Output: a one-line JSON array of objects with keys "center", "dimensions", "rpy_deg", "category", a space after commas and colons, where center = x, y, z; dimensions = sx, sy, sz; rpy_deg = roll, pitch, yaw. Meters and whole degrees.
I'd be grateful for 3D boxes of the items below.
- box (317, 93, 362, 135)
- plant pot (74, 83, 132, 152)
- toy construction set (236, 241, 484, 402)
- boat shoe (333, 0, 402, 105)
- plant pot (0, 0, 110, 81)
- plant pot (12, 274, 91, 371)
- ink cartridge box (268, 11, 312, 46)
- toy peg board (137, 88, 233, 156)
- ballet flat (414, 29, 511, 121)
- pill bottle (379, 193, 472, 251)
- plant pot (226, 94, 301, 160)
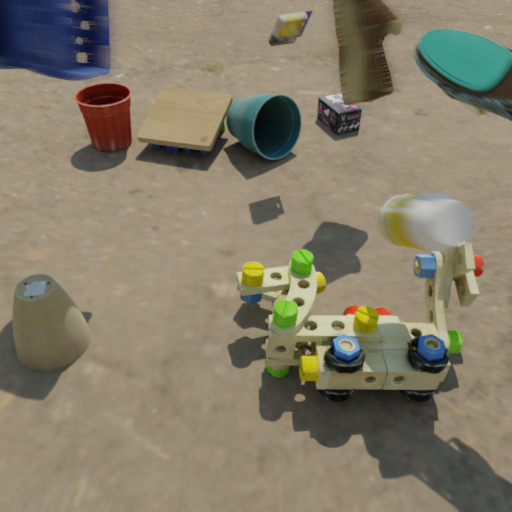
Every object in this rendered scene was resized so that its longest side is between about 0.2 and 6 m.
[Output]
[{"center": [2.027, -3.490, 13.693], "dimensions": [0.675, 0.586, 1.021], "rpy_deg": [-16, 43, -18], "category": "box"}, {"center": [-3.374, -3.112, 12.762], "dimensions": [1.256, 1.222, 1.256], "rpy_deg": [0, 40, 0], "category": "plant pot"}, {"center": [1.510, 0.804, 7.985], "dimensions": [3.607, 1.662, 2.365], "rpy_deg": [-10, 40, 5], "category": "toy construction set"}, {"center": [1.846, -3.815, 9.131], "dimensions": [1.043, 2.820, 1.041], "rpy_deg": [-1, 52, 14], "category": "boat shoe"}, {"center": [-2.773, -3.099, 7.436], "dimensions": [1.235, 1.373, 1.373], "rpy_deg": [5, 21, 5], "category": "plant pot"}, {"center": [-3.049, 0.869, 8.109], "dimensions": [1.093, 1.167, 1.093], "rpy_deg": [1, 40, 0], "category": "plant pot"}, {"center": [0.653, -4.217, 10.412], "dimensions": [0.714, 0.706, 0.168], "rpy_deg": [-15, 75, -19], "category": "ink cartridge box"}, {"center": [-1.571, -2.956, 13.061], "dimensions": [1.755, 0.858, 1.748], "rpy_deg": [9, 57, 13], "category": "toy peg board"}, {"center": [2.779, -1.780, 6.212], "dimensions": [0.883, 0.883, 2.378], "rpy_deg": [-28, 50, -29], "category": "ballet flat"}, {"center": [2.052, -0.414, 6.832], "dimensions": [0.690, 0.690, 1.228], "rpy_deg": [-9, 7, -11], "category": "pill bottle"}, {"center": [0.058, -2.982, 12.605], "dimensions": [1.406, 1.406, 1.322], "rpy_deg": [-29, 36, -30], "category": "plant pot"}]
